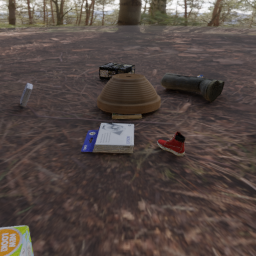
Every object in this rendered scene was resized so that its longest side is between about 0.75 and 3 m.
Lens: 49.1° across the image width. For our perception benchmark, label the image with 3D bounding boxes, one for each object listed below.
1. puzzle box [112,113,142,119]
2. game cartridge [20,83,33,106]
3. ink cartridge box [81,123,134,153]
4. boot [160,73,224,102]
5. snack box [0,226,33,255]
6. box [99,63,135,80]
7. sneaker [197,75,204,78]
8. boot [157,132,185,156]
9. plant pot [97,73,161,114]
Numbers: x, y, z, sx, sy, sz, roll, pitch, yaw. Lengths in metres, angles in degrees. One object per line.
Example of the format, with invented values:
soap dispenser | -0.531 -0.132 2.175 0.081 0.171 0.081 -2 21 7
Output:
puzzle box | -0.046 -0.507 9.768 1.015 0.129 0.675 -1 24 -2
game cartridge | -3.817 -1.284 10.516 0.245 0.799 1.200 16 8 -24
ink cartridge box | -0.530 0.253 7.910 1.415 0.287 1.412 0 24 0
boot | 2.558 -1.840 11.764 2.513 0.912 2.285 20 17 24
snack box | -2.765 2.190 3.032 2.989 0.792 2.126 -3 25 -6
box | -0.555 -2.880 14.350 1.486 0.640 1.217 10 26 21
sneaker | 3.506 -2.399 13.812 0.751 0.283 0.331 -25 41 -27
boot | 1.143 0.314 7.392 0.844 0.609 0.306 22 32 40
plant pot | 0.037 -1.375 10.365 2.397 1.106 2.397 1 22 0
